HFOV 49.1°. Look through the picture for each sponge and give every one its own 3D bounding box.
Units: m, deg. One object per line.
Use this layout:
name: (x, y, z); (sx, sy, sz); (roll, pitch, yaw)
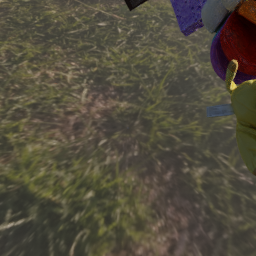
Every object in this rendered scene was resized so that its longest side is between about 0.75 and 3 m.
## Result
sponge: (2.315, -3.610, 6.860); (2.750, 0.410, 1.534); (-25, 66, 32)

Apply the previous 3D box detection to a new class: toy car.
toy car: (2.330, -1.692, 5.098); (2.185, 2.497, 1.872); (31, 90, 0)

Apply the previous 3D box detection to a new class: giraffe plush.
giraffe plush: (1.792, -0.167, 2.997); (1.193, 1.269, 1.471); (-6, 18, -24)

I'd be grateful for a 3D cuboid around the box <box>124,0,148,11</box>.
box: (0.563, -4.141, 8.390); (0.806, 0.603, 1.610); (-38, 18, -18)
